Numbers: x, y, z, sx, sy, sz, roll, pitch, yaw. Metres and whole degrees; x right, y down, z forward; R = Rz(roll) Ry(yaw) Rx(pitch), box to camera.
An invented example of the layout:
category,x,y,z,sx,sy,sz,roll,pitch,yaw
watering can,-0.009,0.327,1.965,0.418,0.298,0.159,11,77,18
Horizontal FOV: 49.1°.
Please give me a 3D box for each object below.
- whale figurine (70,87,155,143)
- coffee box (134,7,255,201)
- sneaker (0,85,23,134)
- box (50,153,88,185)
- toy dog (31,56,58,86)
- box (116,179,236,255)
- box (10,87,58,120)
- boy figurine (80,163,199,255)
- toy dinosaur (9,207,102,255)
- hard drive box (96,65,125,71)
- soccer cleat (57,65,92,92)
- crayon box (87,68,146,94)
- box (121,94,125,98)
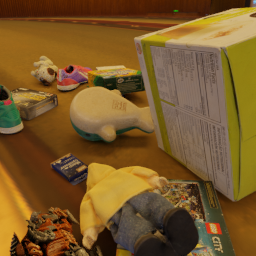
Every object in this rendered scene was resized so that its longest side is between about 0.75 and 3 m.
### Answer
category,x,y,z,sx,sy,sz,roll,pitch,yaw
whale figurine,-0.417,-0.234,7.540,2.260,1.173,1.798,8,49,-6
coffee box,2.236,-0.809,5.907,2.849,2.853,2.822,-23,26,-17
sneaker,-4.128,-0.687,8.102,2.279,1.376,0.953,10,28,19
box,-1.253,0.895,6.233,0.542,0.145,0.895,-29,41,-36
toy dog,-3.528,-2.332,12.153,1.345,0.968,1.387,32,16,-21
box,0.688,1.684,4.350,1.637,0.452,2.397,2,26,4
box,-3.545,-0.877,9.549,1.796,0.434,1.422,13,29,25
boy figurine,-0.129,1.210,4.376,1.535,0.795,2.469,-39,25,-18
toy dinosaur,-1.040,1.873,3.166,1.916,1.442,2.823,7,1,-22
hard drive box,-0.702,-2.426,12.604,1.311,0.503,1.022,-7,27,-14
soccer cleat,-2.185,-2.332,11.949,0.852,0.914,2.498,10,28,19
crayon box,-0.525,-1.853,10.798,1.674,0.687,2.663,-11,19,-20
box,-0.511,-0.998,9.836,0.835,0.344,0.205,-13,19,-30
